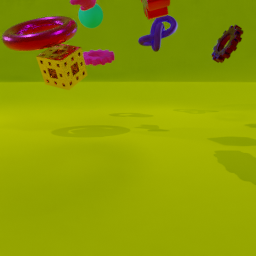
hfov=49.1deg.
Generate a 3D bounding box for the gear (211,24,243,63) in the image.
[{"bbox_3d":[2.735,-2.325,7.765,0.194,1.050,1.050,25,5,-13],"label":"gear"}]

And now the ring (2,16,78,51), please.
[{"bbox_3d":[-2.232,-2.444,7.158,1.904,0.381,1.904,-6,35,4],"label":"ring"}]

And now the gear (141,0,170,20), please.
[{"bbox_3d":[0.271,-2.599,4.225,0.326,1.765,1.765,-13,10,4],"label":"gear"}]

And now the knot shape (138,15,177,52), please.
[{"bbox_3d":[1.179,-3.731,11.255,1.700,0.786,1.591,-39,23,27],"label":"knot shape"}]

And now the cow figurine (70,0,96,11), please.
[{"bbox_3d":[-1.088,-3.553,7.463,0.974,0.543,0.990,-3,-3,28],"label":"cow figurine"}]

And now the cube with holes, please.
[{"bbox_3d":[-1.640,-1.558,7.063,0.791,0.791,0.791,16,46,26],"label":"cube with holes"}]

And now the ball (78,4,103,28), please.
[{"bbox_3d":[-1.318,-4.005,9.952,0.871,0.871,0.871,0,10,0],"label":"ball"}]

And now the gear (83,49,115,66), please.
[{"bbox_3d":[-1.134,-2.616,10.355,1.253,0.232,1.253,-2,31,1],"label":"gear"}]
